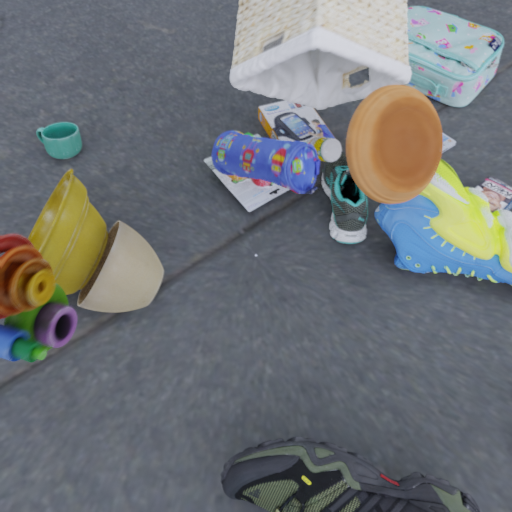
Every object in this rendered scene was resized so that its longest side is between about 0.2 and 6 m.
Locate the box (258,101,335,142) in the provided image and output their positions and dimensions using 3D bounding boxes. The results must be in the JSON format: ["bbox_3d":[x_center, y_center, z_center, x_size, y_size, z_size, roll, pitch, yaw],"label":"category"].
[{"bbox_3d":[0.859,-2.944,12.702,1.188,0.414,1.996,-17,55,-13],"label":"box"}]

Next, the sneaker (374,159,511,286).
[{"bbox_3d":[3.642,-0.177,10.048,3.541,1.860,1.341,41,36,-3],"label":"sneaker"}]

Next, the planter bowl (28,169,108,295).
[{"bbox_3d":[-3.284,-0.128,9.650,1.060,2.544,2.544,28,46,-25],"label":"planter bowl"}]

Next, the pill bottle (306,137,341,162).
[{"bbox_3d":[1.195,-1.969,10.320,0.427,0.427,0.758,-26,25,-19],"label":"pill bottle"}]

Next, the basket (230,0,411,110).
[{"bbox_3d":[1.099,-3.916,9.850,2.385,2.363,1.918,2,88,-37],"label":"basket"}]

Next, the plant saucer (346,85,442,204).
[{"bbox_3d":[2.143,-1.641,8.328,1.766,1.766,0.330,-27,20,-20],"label":"plant saucer"}]

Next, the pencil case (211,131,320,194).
[{"bbox_3d":[0.150,-1.400,8.195,0.785,0.705,1.807,-7,20,-42],"label":"pencil case"}]

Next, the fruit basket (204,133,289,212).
[{"bbox_3d":[-0.063,-1.742,11.665,1.469,0.744,1.586,-32,73,-23],"label":"fruit basket"}]

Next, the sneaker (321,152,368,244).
[{"bbox_3d":[1.821,-1.393,11.014,0.907,1.066,2.337,-3,50,-3],"label":"sneaker"}]

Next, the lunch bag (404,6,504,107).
[{"bbox_3d":[4.469,-4.978,13.872,2.936,1.132,2.355,32,58,23],"label":"lunch bag"}]

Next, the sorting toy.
[{"bbox_3d":[-2.727,0.706,6.919,0.883,2.150,1.292,14,59,18],"label":"sorting toy"}]

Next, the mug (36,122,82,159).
[{"bbox_3d":[-4.237,-2.498,12.192,0.774,0.583,0.942,-25,45,-26],"label":"mug"}]

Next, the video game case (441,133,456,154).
[{"bbox_3d":[3.671,-2.623,12.610,1.097,0.133,1.205,-31,57,-23],"label":"video game case"}]

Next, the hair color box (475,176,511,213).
[{"bbox_3d":[4.519,-1.016,10.940,0.707,0.428,1.414,35,47,25],"label":"hair color box"}]

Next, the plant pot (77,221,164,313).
[{"bbox_3d":[-2.203,0.334,9.517,1.050,1.564,1.564,27,48,-21],"label":"plant pot"}]

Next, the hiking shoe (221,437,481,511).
[{"bbox_3d":[1.100,3.427,6.970,3.381,1.280,1.702,11,49,8],"label":"hiking shoe"}]
